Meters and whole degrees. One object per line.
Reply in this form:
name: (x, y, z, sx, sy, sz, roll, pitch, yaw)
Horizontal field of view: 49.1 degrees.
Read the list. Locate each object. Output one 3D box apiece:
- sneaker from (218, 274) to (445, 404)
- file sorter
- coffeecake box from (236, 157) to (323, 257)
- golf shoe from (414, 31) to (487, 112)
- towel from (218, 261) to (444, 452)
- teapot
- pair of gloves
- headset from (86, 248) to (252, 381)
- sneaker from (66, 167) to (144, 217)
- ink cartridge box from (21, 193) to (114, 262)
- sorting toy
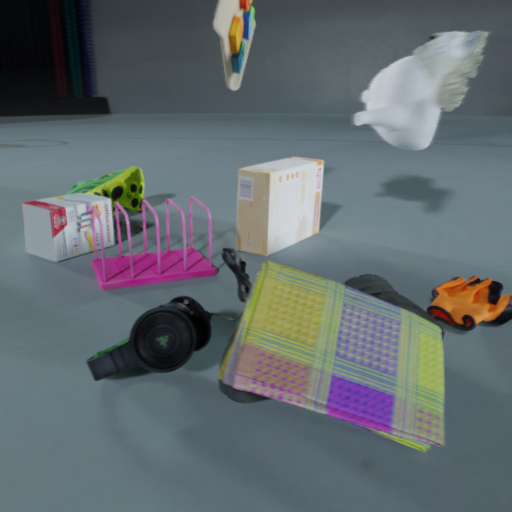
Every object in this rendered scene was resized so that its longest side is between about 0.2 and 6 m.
sneaker: (0.828, 0.840, 5.426, 2.590, 0.984, 1.176, -16, 30, -35)
file sorter: (-1.615, -0.265, 8.574, 1.700, 1.066, 1.181, -7, 19, -21)
coffeecake box: (0.456, -0.943, 10.059, 0.681, 1.430, 1.863, 14, 22, 32)
golf shoe: (2.567, -2.600, 7.798, 0.872, 0.702, 1.793, 19, 46, 20)
towel: (0.718, 0.813, 4.868, 1.880, 0.214, 1.350, 18, 49, -2)
teapot: (2.708, -2.927, 10.541, 1.364, 1.843, 1.867, 15, -5, 21)
pair of gloves: (3.184, 0.720, 6.410, 2.315, 0.286, 2.062, 17, 18, 28)
headset: (-0.847, 0.623, 5.455, 1.812, 0.851, 1.119, -24, 0, 11)
sneaker: (-3.288, -1.338, 11.954, 1.184, 1.050, 2.834, 9, 20, 15)
ink cartridge box: (-3.218, -0.531, 9.664, 0.891, 0.895, 1.232, 12, 22, 34)
sorting toy: (-0.287, -3.987, 9.645, 0.322, 1.635, 1.766, 11, -14, 9)
